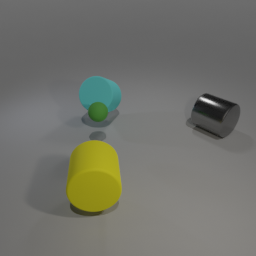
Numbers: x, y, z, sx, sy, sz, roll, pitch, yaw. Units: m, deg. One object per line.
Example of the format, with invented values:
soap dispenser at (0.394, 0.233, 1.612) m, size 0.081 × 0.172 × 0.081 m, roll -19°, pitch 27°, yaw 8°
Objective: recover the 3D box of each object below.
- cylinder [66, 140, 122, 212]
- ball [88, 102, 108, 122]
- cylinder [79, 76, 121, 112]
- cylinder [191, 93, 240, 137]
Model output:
cylinder at (-0.916, 1.269, 7.592) m, size 1.400 × 1.400 × 1.400 m, roll -3°, pitch 29°, yaw -5°
ball at (-1.041, -0.561, 9.744) m, size 0.700 × 0.700 × 0.700 m, roll 0°, pitch 31°, yaw 0°
cylinder at (-1.097, -1.335, 11.413) m, size 1.400 × 1.400 × 1.400 m, roll 7°, pitch 5°, yaw 12°
cylinder at (3.493, -0.523, 11.204) m, size 1.400 × 1.400 × 1.400 m, roll -25°, pitch 39°, yaw -35°
